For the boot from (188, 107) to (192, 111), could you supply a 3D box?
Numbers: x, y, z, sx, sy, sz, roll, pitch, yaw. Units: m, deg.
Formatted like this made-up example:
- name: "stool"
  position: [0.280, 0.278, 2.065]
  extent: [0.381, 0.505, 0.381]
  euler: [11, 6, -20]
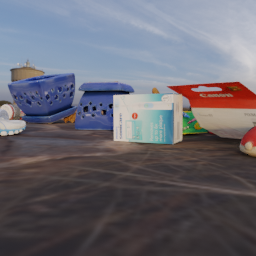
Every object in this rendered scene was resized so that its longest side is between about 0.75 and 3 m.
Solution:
- name: "boot"
  position: [4.076, -0.587, 13.301]
  extent: [2.313, 0.920, 2.657]
  euler: [0, 1, 8]

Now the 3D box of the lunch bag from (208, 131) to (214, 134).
- name: "lunch bag"
  position: [3.020, -0.037, 8.413]
  extent: [1.139, 0.467, 1.003]
  euler: [2, 4, 29]

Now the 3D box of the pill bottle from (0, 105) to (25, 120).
- name: "pill bottle"
  position: [-7.702, -1.057, 19.168]
  extent: [1.074, 1.074, 1.853]
  euler: [2, 3, 22]

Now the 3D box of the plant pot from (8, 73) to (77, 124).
- name: "plant pot"
  position: [-4.426, -1.601, 15.179]
  extent: [2.590, 2.329, 2.590]
  euler: [2, 20, 31]

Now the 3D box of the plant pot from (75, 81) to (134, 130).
- name: "plant pot"
  position: [-0.789, -0.850, 10.828]
  extent: [1.980, 1.780, 1.980]
  euler: [2, 5, 19]

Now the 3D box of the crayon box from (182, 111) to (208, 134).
- name: "crayon box"
  position: [1.063, -0.163, 8.460]
  extent: [2.310, 0.673, 1.372]
  euler: [-2, 3, -21]

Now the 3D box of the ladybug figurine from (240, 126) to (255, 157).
- name: "ladybug figurine"
  position: [2.454, 0.200, 4.666]
  extent: [1.379, 0.496, 0.936]
  euler: [-2, 5, -32]

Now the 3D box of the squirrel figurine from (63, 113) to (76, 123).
- name: "squirrel figurine"
  position: [-3.224, -0.554, 15.761]
  extent: [0.754, 0.572, 0.808]
  euler: [-10, 5, -30]

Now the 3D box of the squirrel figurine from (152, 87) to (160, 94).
- name: "squirrel figurine"
  position: [0.819, -0.615, 12.614]
  extent: [1.817, 1.377, 1.946]
  euler: [-21, -39, 25]

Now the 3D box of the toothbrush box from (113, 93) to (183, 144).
- name: "toothbrush box"
  position: [0.453, -0.235, 6.550]
  extent: [1.525, 1.116, 0.650]
  euler: [3, 5, 30]

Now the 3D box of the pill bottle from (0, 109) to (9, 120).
- name: "pill bottle"
  position: [-5.436, -0.355, 10.854]
  extent: [1.372, 0.778, 0.778]
  euler: [1, 4, 10]

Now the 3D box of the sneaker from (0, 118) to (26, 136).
- name: "sneaker"
  position: [-4.077, -0.271, 7.907]
  extent: [2.389, 1.035, 0.895]
  euler: [-2, 3, -41]

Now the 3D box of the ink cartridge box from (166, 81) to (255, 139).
- name: "ink cartridge box"
  position: [2.227, -0.279, 6.201]
  extent: [2.376, 0.678, 1.931]
  euler: [16, -5, -35]
